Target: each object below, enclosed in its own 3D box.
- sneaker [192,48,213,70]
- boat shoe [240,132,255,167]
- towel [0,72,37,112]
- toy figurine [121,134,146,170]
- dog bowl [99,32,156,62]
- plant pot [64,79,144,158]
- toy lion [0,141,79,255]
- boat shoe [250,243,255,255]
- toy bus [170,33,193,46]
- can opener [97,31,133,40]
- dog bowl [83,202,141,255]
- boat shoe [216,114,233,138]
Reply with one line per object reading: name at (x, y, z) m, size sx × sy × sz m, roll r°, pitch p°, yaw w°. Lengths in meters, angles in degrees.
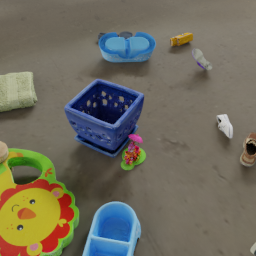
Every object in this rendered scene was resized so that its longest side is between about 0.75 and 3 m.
sneaker at (3.005, -2.847, 11.733) m, size 0.389 × 1.118 × 0.556 m, roll -45°, pitch 15°, yaw 2°
boat shoe at (3.730, 0.560, 8.382) m, size 0.518 × 0.491 × 1.367 m, roll 17°, pitch 46°, yaw 17°
towel at (-4.346, -1.437, 10.547) m, size 1.661 × 0.408 × 2.239 m, roll -13°, pitch 45°, yaw -12°
toy figurine at (0.118, 0.602, 8.063) m, size 0.716 × 0.877 × 0.953 m, roll 21°, pitch 48°, yaw 21°
dog bowl at (-0.033, -3.545, 12.419) m, size 2.492 × 0.618 × 1.389 m, roll -3°, pitch 58°, yaw -4°
plant pot at (-0.650, -0.224, 8.419) m, size 1.757 × 1.580 × 1.757 m, roll 22°, pitch 48°, yaw 21°
toy lion at (-2.585, 1.808, 6.870) m, size 2.863 × 1.026 × 2.987 m, roll 7°, pitch 43°, yaw -3°
boat shoe at (4.078, 2.510, 5.929) m, size 2.879 × 1.034 × 0.973 m, roll -4°, pitch 39°, yaw -7°
toy bus at (2.568, -4.251, 13.463) m, size 1.140 × 0.371 × 0.446 m, roll -26°, pitch 35°, yaw -26°
can opener at (-0.621, -4.532, 13.663) m, size 1.786 × 0.597 × 0.476 m, roll 11°, pitch 45°, yaw 11°
dog bowl at (-0.381, 2.604, 6.208) m, size 1.202 × 0.534 × 2.156 m, roll 7°, pitch 43°, yaw 8°
boat shoe at (3.138, -0.045, 9.146) m, size 0.358 × 0.403 × 1.097 m, roll -3°, pitch 33°, yaw 4°
